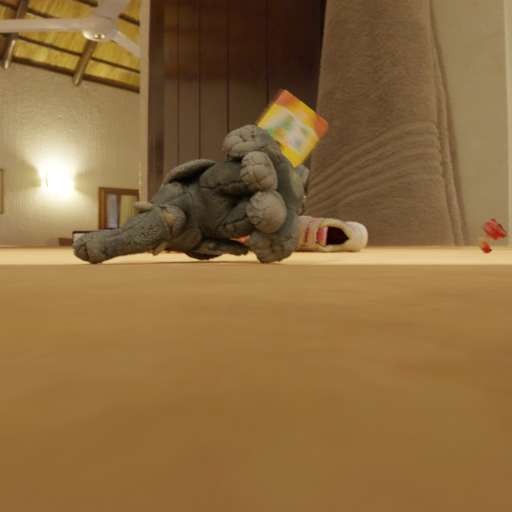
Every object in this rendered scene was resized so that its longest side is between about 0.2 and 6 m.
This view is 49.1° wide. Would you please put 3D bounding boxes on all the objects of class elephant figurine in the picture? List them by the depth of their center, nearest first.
[{"bbox_3d":[-0.730,-0.591,7.162,2.445,1.730,1.897,-16,-34,23],"label":"elephant figurine"}]

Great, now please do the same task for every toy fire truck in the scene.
[{"bbox_3d":[5.444,-0.447,13.076,0.712,0.246,1.010,-40,-38,25],"label":"toy fire truck"}]

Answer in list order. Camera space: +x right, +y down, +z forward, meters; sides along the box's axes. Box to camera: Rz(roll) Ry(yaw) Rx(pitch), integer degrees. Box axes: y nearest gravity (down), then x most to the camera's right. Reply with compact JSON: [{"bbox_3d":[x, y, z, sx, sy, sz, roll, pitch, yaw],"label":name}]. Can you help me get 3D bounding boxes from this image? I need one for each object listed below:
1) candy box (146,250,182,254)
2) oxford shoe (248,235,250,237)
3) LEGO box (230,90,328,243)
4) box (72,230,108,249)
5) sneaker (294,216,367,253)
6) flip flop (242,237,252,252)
[{"bbox_3d":[-1.877,-0.303,13.555,1.701,0.480,0.992,-3,6,-32],"label":"candy box"},{"bbox_3d":[-0.828,-0.914,20.746,1.334,1.392,3.770,0,1,-12],"label":"oxford shoe"},{"bbox_3d":[-0.036,-1.965,14.055,1.362,3.530,2.629,37,-11,-5],"label":"LEGO box"},{"bbox_3d":[-4.212,-0.518,18.600,2.911,0.715,2.346,1,3,26],"label":"box"},{"bbox_3d":[1.605,-0.589,14.773,2.531,1.030,1.117,0,-1,18],"label":"sneaker"},{"bbox_3d":[1.201,-0.602,16.174,3.408,0.981,1.382,0,1,0],"label":"flip flop"}]
